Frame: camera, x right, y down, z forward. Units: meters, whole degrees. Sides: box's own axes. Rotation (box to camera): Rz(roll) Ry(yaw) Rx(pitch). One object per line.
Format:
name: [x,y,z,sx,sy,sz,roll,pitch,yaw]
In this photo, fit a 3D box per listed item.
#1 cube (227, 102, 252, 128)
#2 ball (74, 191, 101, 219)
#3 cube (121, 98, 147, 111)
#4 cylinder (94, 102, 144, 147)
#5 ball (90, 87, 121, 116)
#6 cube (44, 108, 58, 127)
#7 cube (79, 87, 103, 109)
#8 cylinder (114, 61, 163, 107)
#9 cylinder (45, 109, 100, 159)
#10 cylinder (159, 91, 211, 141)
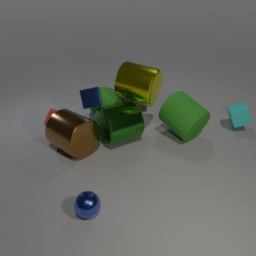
cube: [4.469,-0.526,11.249,0.700,0.700,0.700,-17,20,15]
ball: [-1.062,2.001,7.323,0.700,0.700,0.700,0,29,0]
cube: [0.153,-1.684,13.185,1.400,1.400,1.400,-1,29,-3]
cylinder: [-0.338,-0.154,10.432,1.400,1.400,1.400,-17,33,-27]
ball: [-0.992,-1.073,12.078,1.400,1.400,1.400,0,29,0]
cube: [-2.705,-0.243,10.756,0.700,0.700,0.700,16,17,-38]
cube: [-1.361,-1.143,10.517,0.700,0.700,0.700,-11,9,1]
cylinder: [0.409,-1.654,10.465,1.400,1.400,1.400,19,34,19]
cylinder: [-1.932,0.178,9.841,1.400,1.400,1.400,24,37,36]
cylinder: [2.122,-0.456,10.594,1.400,1.400,1.400,-24,57,-36]
